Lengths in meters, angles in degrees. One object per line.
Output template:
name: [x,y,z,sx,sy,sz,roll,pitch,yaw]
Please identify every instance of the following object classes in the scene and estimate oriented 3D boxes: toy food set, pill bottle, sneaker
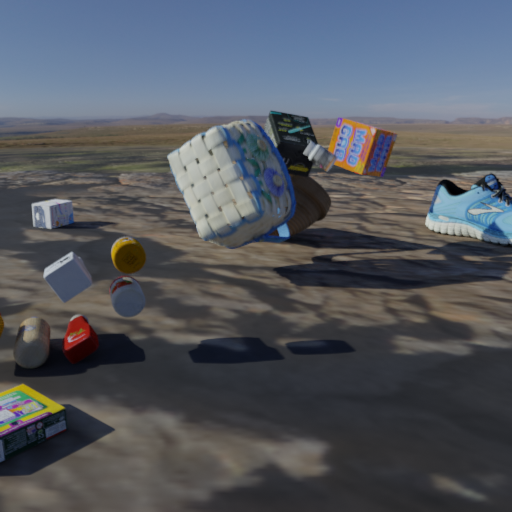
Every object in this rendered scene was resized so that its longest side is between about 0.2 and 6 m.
toy food set: [-2.329,0.580,6.974,2.297,1.097,1.034,-35,22,-7]
pill bottle: [1.223,-1.903,10.709,0.597,0.347,0.347,34,17,0]
sneaker: [5.542,-1.128,13.027,3.366,1.514,1.319,13,20,42]

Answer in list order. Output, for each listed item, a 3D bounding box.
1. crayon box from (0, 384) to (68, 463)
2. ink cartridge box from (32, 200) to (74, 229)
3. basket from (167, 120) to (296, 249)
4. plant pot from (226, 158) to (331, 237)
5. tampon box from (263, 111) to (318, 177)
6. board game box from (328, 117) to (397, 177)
crayon box: [-2.356,1.562,5.159,0.778,0.263,0.902,10,17,38]
ink cartridge box: [-5.367,-1.090,14.683,0.608,0.624,0.971,7,17,23]
basket: [-0.248,-1.259,10.381,1.855,2.351,2.666,-26,-2,18]
plant pot: [0.291,-1.174,12.845,2.609,1.204,2.609,24,-12,5]
tampon box: [0.668,-2.305,11.519,0.886,0.746,1.182,7,43,-17]
board game box: [2.656,-2.741,14.187,1.149,1.149,1.150,28,20,34]
